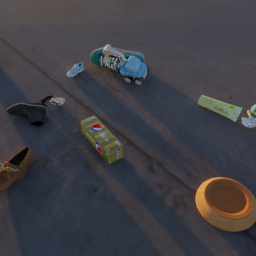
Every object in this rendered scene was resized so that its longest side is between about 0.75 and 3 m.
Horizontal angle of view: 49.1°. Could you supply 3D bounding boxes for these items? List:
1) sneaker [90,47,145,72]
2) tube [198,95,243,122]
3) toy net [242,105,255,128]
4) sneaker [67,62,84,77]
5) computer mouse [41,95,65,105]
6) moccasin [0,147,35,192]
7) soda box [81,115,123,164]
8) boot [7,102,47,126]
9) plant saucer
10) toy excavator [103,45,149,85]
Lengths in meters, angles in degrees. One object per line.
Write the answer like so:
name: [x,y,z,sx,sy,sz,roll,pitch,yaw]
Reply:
sneaker: [-0.552,-3.294,13.719,2.739,0.977,1.094,3,38,1]
tube: [3.730,-0.864,11.447,1.694,0.492,0.440,27,31,24]
toy net: [5.065,-0.390,11.026,0.894,0.329,1.705,32,53,29]
sneaker: [-2.595,-2.892,13.679,0.399,0.443,1.080,23,47,25]
computer mouse: [-3.129,-1.134,11.916,1.050,0.230,0.576,15,39,24]
moccasin: [-3.705,1.289,8.864,0.662,0.698,1.809,24,48,25]
soda box: [-0.949,0.378,9.913,0.606,0.642,1.894,-25,48,-25]
boot: [-3.990,-0.489,10.970,1.523,0.590,1.053,-6,47,-6]
plant saucer: [2.911,2.130,8.217,1.778,0.333,1.778,-1,42,0]
toy excavator: [-0.068,-2.933,12.569,1.776,1.827,0.913,16,67,25]
